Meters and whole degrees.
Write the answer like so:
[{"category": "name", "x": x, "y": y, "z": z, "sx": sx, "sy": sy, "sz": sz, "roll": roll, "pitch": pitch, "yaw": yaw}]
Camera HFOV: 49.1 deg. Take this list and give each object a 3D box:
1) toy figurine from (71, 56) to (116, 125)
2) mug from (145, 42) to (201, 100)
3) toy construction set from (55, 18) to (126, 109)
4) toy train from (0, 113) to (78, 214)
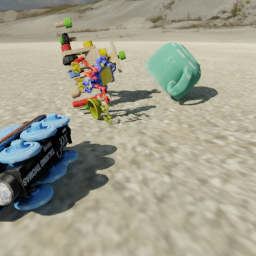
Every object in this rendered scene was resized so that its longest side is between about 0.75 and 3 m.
[{"category": "toy figurine", "x": -0.669, "y": -1.376, "z": 8.578, "sx": 1.166, "sy": 2.211, "sz": 1.325, "roll": 22, "pitch": 52, "yaw": 32}, {"category": "mug", "x": 2.018, "y": -2.245, "z": 11.116, "sx": 2.050, "sy": 1.542, "sz": 2.495, "roll": 16, "pitch": 37, "yaw": -52}, {"category": "toy construction set", "x": -1.064, "y": -2.158, "z": 10.103, "sx": 2.259, "sy": 2.452, "sz": 2.940, "roll": -13, "pitch": 67, "yaw": -3}, {"category": "toy train", "x": -2.036, "y": 0.542, "z": 5.303, "sx": 1.635, "sy": 1.240, "sz": 2.862, "roll": -6, "pitch": 19, "yaw": 9}]
